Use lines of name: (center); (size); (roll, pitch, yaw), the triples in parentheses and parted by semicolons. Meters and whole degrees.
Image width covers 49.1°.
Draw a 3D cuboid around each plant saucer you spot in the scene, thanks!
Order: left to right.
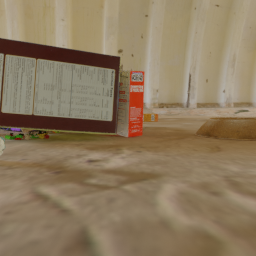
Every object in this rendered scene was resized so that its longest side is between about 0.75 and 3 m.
plant saucer: (3.029, -0.030, 7.043); (2.601, 0.460, 2.601); (0, 3, 0)

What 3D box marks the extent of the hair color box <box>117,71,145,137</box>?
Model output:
hair color box: (-0.056, -0.617, 6.856); (0.494, 1.546, 0.857); (-7, 14, -37)

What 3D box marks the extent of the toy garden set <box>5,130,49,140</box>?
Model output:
toy garden set: (-2.257, 0.152, 6.366); (0.843, 0.168, 0.702); (-3, 4, -38)

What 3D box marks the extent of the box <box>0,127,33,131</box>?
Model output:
box: (-2.893, -0.600, 9.621); (1.495, 1.297, 2.445); (3, 4, 40)

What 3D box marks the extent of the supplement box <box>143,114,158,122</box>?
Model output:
supplement box: (1.080, -0.653, 17.650); (1.595, 0.549, 0.531); (2, 3, -2)

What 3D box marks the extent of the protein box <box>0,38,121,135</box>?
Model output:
protein box: (-1.702, -0.760, 6.479); (2.452, 1.654, 2.434); (4, -1, -19)

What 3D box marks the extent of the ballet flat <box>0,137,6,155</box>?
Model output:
ballet flat: (-1.990, 0.283, 3.390); (1.041, 0.373, 0.373); (-2, 3, 16)

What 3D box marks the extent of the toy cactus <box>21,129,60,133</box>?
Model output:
toy cactus: (-2.504, -0.259, 8.041); (1.196, 1.449, 0.741); (-33, -21, -21)
